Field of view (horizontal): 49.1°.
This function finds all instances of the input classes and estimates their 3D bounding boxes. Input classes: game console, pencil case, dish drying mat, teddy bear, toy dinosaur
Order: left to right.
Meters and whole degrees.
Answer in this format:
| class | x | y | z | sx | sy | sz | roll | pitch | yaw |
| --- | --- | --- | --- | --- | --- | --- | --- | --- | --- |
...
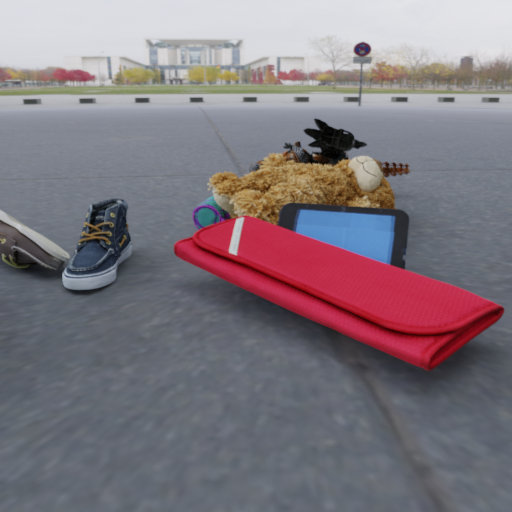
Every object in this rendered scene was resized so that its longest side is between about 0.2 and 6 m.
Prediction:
| class | x | y | z | sx | sy | sz | roll | pitch | yaw |
| --- | --- | --- | --- | --- | --- | --- | --- | --- | --- |
| pencil case | -0.686 | -0.830 | 10.454 | 0.634 | 0.584 | 1.372 | 17 | 22 | 11 |
| teddy bear | 0.994 | -1.162 | 9.969 | 3.728 | 1.245 | 2.703 | 1 | 19 | -14 |
| dish drying mat | 0.700 | 0.197 | 6.554 | 1.474 | 0.349 | 3.839 | -20 | 29 | -39 |
| toy dinosaur | 1.614 | -2.088 | 12.864 | 3.521 | 1.799 | 2.390 | -21 | 1 | 3 |
| game console | 1.022 | -0.099 | 7.351 | 1.847 | 1.093 | 1.576 | 4 | 8 | 15 |

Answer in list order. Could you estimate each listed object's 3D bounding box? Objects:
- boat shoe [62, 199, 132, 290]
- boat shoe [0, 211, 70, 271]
| class | x | y | z | sx | sy | sz | roll | pitch | yaw |
| --- | --- | --- | --- | --- | --- | --- | --- | --- | --- |
| boat shoe | -2.307 | -0.224 | 8.104 | 0.710 | 0.911 | 2.007 | 0 | 18 | 1 |
| boat shoe | -3.530 | -0.150 | 8.351 | 2.031 | 0.604 | 0.730 | 25 | -12 | 35 |
